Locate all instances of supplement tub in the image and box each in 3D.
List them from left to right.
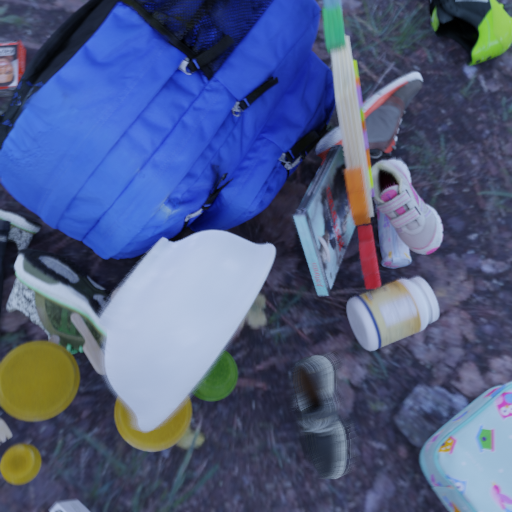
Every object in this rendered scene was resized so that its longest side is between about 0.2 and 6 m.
[{"bbox_3d":[2.375,0.986,9.792,1.358,0.981,0.981,-20,71,-8],"label":"supplement tub"}]

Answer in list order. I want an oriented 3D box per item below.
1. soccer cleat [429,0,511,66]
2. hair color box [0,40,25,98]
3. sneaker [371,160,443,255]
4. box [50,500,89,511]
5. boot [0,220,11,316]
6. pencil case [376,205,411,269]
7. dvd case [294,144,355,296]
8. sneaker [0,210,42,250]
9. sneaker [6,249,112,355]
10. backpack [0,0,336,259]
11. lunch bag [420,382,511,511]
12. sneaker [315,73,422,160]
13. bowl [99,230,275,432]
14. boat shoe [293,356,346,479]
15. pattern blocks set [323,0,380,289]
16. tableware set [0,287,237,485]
[{"bbox_3d":[4.260,-5.660,12.248,1.361,1.134,3.359,-29,74,-5],"label":"soccer cleat"},{"bbox_3d":[-5.333,-4.006,11.987,0.621,0.374,1.223,-6,70,-3],"label":"hair color box"},{"bbox_3d":[2.508,-0.868,9.795,0.789,0.855,1.938,-40,66,30],"label":"sneaker"},{"bbox_3d":[-3.257,5.546,8.075,1.937,0.999,3.321,36,73,12],"label":"box"},{"bbox_3d":[-5.351,0.436,10.085,1.843,0.734,2.235,3,88,22],"label":"boot"},{"bbox_3d":[2.584,-0.438,10.531,0.556,0.606,1.336,1,70,-3],"label":"pencil case"},{"bbox_3d":[1.255,-0.649,9.529,0.246,1.631,2.235,0,38,28],"label":"dvd case"},{"bbox_3d":[-4.946,-0.523,10.616,1.641,0.631,0.727,16,84,10],"label":"sneaker"},{"bbox_3d":[-3.074,1.263,9.848,3.224,1.240,1.428,37,106,10],"label":"sneaker"},{"bbox_3d":[-1.446,-2.233,9.302,4.263,4.128,5.080,41,71,-9],"label":"backpack"},{"bbox_3d":[4.317,3.627,8.712,2.414,1.160,3.010,-35,73,-15],"label":"lunch bag"},{"bbox_3d":[2.437,-2.556,11.284,2.766,1.066,1.132,-42,98,-11],"label":"sneaker"},{"bbox_3d":[-1.179,0.727,7.802,1.386,3.083,3.083,37,73,-6],"label":"bowl"},{"bbox_3d":[0.972,2.608,9.010,0.702,0.661,1.955,-13,79,23],"label":"boat shoe"},{"bbox_3d":[1.539,-1.977,8.812,0.363,4.475,3.933,-8,55,12],"label":"pattern blocks set"},{"bbox_3d":[-2.338,2.124,9.113,3.953,0.607,2.663,-31,79,-28],"label":"tableware set"}]
